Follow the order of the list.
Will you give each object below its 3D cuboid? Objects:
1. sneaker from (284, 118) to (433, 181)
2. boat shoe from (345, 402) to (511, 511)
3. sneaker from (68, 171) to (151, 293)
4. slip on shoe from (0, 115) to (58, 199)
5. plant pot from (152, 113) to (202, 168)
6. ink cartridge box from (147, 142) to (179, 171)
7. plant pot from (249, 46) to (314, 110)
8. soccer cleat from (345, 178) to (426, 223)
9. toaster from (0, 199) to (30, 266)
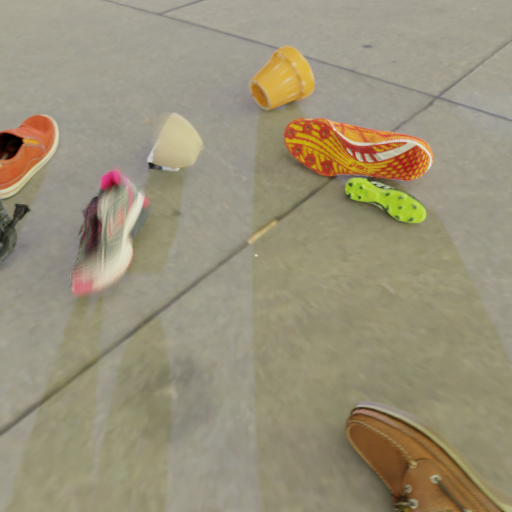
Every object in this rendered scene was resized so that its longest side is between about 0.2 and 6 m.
[{"bbox_3d":[2.231,-2.351,12.570,3.331,1.216,1.285,17,23,12],"label":"sneaker"},{"bbox_3d":[2.064,2.818,6.618,2.741,0.986,0.932,32,50,31],"label":"boat shoe"},{"bbox_3d":[-2.784,-0.419,10.016,1.066,0.988,2.645,-16,40,22],"label":"sneaker"},{"bbox_3d":[-5.335,-2.469,12.623,1.129,0.932,3.047,3,40,6],"label":"slip on shoe"},{"bbox_3d":[-1.629,-2.354,12.002,0.784,1.167,1.167,25,43,-4],"label":"plant pot"},{"bbox_3d":[-2.019,-2.506,13.151,0.715,0.282,1.438,6,43,6],"label":"ink cartridge box"},{"bbox_3d":[0.577,-4.557,14.767,1.309,1.430,1.430,-37,52,-14],"label":"plant pot"},{"bbox_3d":[2.698,-1.210,11.461,1.818,0.614,0.737,28,35,29],"label":"soccer cleat"},{"bbox_3d":[-5.662,-0.313,9.564,1.968,1.731,3.047,17,50,21],"label":"toaster"}]
